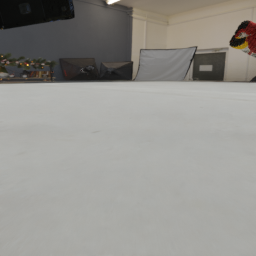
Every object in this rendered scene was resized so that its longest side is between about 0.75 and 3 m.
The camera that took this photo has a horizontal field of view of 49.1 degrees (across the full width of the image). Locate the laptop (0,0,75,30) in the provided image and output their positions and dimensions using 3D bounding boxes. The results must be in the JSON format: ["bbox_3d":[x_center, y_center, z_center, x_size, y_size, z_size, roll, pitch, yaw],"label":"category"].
[{"bbox_3d":[-2.069,-2.480,4.442,2.077,1.840,1.072,-13,17,-8],"label":"laptop"}]

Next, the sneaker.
[{"bbox_3d":[3.307,-2.018,6.484,0.959,0.909,2.335,23,19,-12],"label":"sneaker"}]
